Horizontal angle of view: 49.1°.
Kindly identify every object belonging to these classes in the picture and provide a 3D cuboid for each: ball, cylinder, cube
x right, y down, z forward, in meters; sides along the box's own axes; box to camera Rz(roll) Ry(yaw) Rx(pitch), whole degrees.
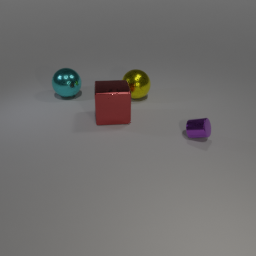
[{"bbox_3d":[-2.928,-2.166,13.392,1.400,1.400,1.400,0,30,0],"label":"ball"},{"bbox_3d":[2.562,0.010,10.148,0.700,0.700,0.700,-6,22,35],"label":"cylinder"},{"bbox_3d":[0.376,-2.069,13.250,1.400,1.400,1.400,0,30,0],"label":"ball"},{"bbox_3d":[-0.638,-1.066,11.509,1.400,1.400,1.400,-3,30,-5],"label":"cube"}]
